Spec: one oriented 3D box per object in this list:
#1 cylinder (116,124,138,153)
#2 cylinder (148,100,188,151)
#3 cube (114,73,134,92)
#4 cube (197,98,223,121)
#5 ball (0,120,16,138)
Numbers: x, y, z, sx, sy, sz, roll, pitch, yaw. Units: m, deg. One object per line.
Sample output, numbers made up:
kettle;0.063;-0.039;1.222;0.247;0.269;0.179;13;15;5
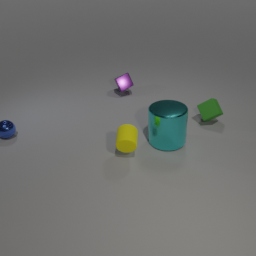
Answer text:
cylinder;-0.038;0.351;9.410;0.700;0.700;0.700;2;48;3
cylinder;1.442;-0.120;10.216;1.400;1.400;1.400;-2;30;1
cube;-0.204;-2.273;13.953;0.700;0.700;0.700;-26;10;-3
cube;3.376;-0.746;11.492;0.700;0.700;0.700;-28;-14;29
ball;-4.655;0.044;10.682;0.700;0.700;0.700;0;31;0
